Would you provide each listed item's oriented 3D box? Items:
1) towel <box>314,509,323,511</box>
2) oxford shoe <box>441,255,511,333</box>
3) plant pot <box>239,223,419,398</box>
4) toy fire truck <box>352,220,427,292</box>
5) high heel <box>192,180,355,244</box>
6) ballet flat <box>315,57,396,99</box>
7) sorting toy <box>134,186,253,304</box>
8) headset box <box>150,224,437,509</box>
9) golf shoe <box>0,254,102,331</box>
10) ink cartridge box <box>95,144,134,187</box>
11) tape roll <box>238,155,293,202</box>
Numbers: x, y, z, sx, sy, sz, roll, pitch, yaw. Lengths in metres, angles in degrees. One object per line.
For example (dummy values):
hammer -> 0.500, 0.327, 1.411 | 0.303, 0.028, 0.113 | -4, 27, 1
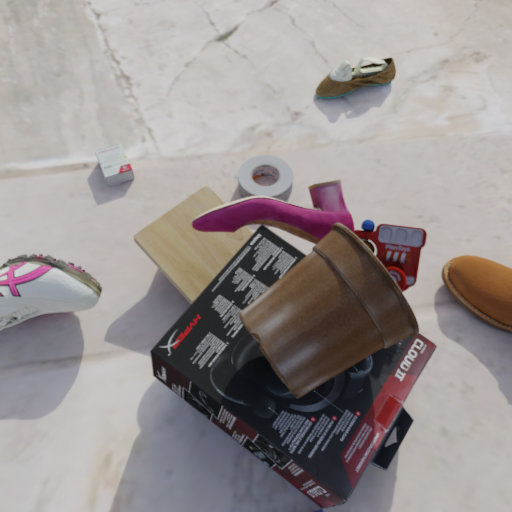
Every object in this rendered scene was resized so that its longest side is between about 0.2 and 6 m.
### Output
towel -> 0.504, 4.470, 7.225 | 1.463, 0.237, 1.992 | -12, 56, -5
oxford shoe -> 4.702, 0.749, 9.121 | 3.329, 1.187, 1.187 | 28, 62, 19
plant pot -> 0.797, 0.750, 6.917 | 1.675, 1.692, 1.692 | -35, 62, -3
toy fire truck -> 1.779, 0.007, 8.029 | 1.186, 0.665, 0.996 | 10, 94, 24
high heel -> 0.307, -0.381, 8.924 | 2.535, 0.854, 1.216 | -13, 93, -11
ballet flat -> 2.250, -4.075, 12.540 | 1.941, 0.702, 0.658 | -13, 53, -8
sorting toy -> -0.969, -0.094, 9.839 | 1.683, 0.589, 1.694 | -39, 80, -25
headset box -> 0.656, 1.643, 8.188 | 3.527, 1.362, 2.625 | 35, 63, 9
golf shoe -> -4.086, 0.752, 9.177 | 3.201, 1.162, 1.474 | 2, 60, 12
ink cartridge box -> -2.850, -1.830, 11.299 | 0.563, 0.320, 0.773 | -20, 59, -13
tape roll -> 0.184, -1.475, 11.045 | 1.084, 0.358, 1.084 | 0, 56, 1
